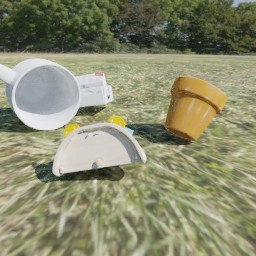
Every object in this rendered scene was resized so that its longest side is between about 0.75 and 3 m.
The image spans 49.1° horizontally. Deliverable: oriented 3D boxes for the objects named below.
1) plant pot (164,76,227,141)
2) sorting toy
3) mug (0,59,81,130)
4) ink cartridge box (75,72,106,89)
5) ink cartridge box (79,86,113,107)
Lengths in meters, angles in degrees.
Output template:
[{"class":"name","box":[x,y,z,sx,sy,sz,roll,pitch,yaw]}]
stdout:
[{"class":"plant pot","box":[1.395,-0.362,6.258,1.225,1.121,1.225,25,-6,3]},{"class":"sorting toy","box":[-0.400,0.333,4.877,1.451,0.775,1.306,-10,-9,8]},{"class":"mug","box":[-2.640,-1.147,7.430,2.292,1.692,2.010,27,3,-36]},{"class":"ink cartridge box","box":[-1.529,-1.519,10.250,1.414,0.605,1.044,-11,30,3]},{"class":"ink cartridge box","box":[-1.063,-0.999,8.781,0.961,0.557,1.302,-6,10,9]}]
